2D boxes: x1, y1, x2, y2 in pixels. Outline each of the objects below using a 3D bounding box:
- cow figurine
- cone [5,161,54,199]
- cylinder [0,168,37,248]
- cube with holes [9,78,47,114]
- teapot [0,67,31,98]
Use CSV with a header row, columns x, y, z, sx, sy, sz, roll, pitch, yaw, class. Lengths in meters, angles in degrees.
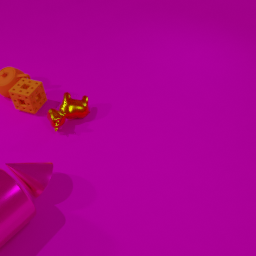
x,y,z,sx,sy,sz,roll,pitch,yaw,class
-1.741,-0.445,8.321,1.259,0.691,1.239,7,57,-18,cow figurine
-2.400,1.018,6.491,0.951,0.947,0.947,33,39,-29,cone
-2.847,1.741,5.704,1.370,1.370,1.370,30,51,25,cylinder
-3.070,-1.001,8.661,0.718,0.718,0.718,14,48,15,cube with holes
-3.908,-1.539,9.111,1.667,0.816,1.037,-5,62,14,teapot
